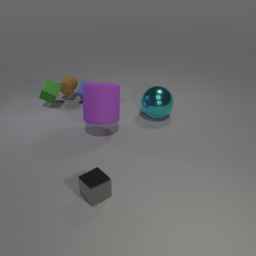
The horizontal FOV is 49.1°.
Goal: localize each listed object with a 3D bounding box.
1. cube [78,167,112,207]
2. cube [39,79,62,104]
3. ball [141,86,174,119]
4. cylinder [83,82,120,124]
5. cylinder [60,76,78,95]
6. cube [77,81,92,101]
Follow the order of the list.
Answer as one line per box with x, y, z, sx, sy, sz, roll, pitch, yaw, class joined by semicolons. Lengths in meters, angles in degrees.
-0.955;1.703;8.162;0.700;0.700;0.700;-24;39;-33;cube
-3.504;-1.648;12.619;0.700;0.700;0.700;24;55;-16;cube
1.244;-1.090;11.950;1.400;1.400;1.400;0;32;0;ball
-1.011;-0.974;10.689;1.400;1.400;1.400;1;14;0;cylinder
-2.861;-2.043;13.441;0.700;0.700;0.700;8;39;13;cylinder
-1.830;-1.663;13.050;0.700;0.700;0.700;14;66;24;cube
